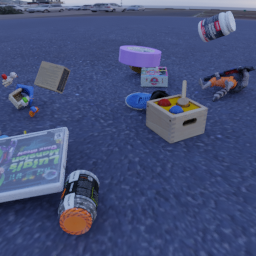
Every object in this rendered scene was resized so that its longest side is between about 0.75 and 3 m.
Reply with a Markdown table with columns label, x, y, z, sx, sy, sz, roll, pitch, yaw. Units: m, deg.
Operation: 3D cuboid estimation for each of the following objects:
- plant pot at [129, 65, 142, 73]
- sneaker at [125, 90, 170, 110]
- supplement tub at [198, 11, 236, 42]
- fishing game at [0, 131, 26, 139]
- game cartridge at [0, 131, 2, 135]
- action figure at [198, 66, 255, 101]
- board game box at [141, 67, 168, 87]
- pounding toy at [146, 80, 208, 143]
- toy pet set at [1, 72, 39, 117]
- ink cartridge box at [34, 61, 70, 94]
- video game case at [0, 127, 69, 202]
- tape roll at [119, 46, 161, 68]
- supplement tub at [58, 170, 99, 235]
| label | x | y | z | sx | sy | sz | roll | pitch | yaw |
| --- | --- | --- | --- | --- | --- | --- | --- | --- | --- |
| plant pot | 0.910 | -3.839 | 17.284 | 1.674 | 1.674 | 0.230 | -3 | 68 | -5 |
| sneaker | 0.924 | -1.238 | 12.302 | 2.239 | 0.859 | 1.246 | 12 | -9 | 11 |
| supplement tub | 3.401 | -3.884 | 10.763 | 1.209 | 0.848 | 0.848 | -11 | 17 | 37 |
| fishing game | -4.544 | 0.957 | 8.902 | 2.858 | 0.444 | 2.047 | -23 | 36 | -14 |
| game cartridge | -5.662 | 0.204 | 10.714 | 1.399 | 0.269 | 0.907 | 16 | 36 | 28 |
| action figure | 5.023 | -2.276 | 14.729 | 2.850 | 1.541 | 2.946 | -12 | 3 | -34 |
| board game box | 1.536 | -3.020 | 16.359 | 1.517 | 0.661 | 2.057 | 1 | 28 | 4 |
| pounding toy | 1.985 | -0.733 | 11.080 | 2.156 | 1.533 | 1.985 | -15 | 32 | -26 |
| toy pet set | -4.517 | -1.519 | 12.471 | 1.072 | 2.018 | 1.885 | -43 | 5 | -28 |
| ink cartridge box | -2.299 | -1.536 | 8.486 | 0.946 | 0.779 | 0.355 | 19 | -2 | 28 |
| video game case | -3.090 | 1.001 | 7.893 | 2.707 | 0.316 | 2.461 | -10 | 37 | 0 |
| tape roll | 0.312 | -1.895 | 7.383 | 1.093 | 0.359 | 1.093 | 6 | 25 | -3 |
| supplement tub | -1.204 | 1.812 | 6.950 | 0.912 | 0.912 | 1.488 | -1 | 27 | -1 |
